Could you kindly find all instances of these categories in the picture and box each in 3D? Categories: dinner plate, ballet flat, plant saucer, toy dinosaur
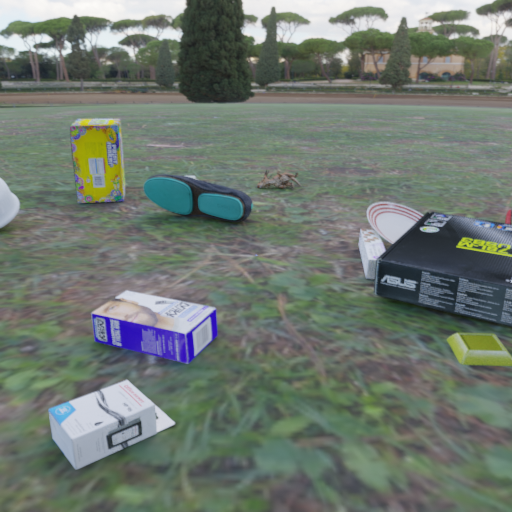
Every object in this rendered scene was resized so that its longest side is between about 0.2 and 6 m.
[{"bbox_3d":[2.967,-0.498,11.131,1.710,0.207,1.710,14,35,-10],"label":"dinner plate"},{"bbox_3d":[-1.305,-1.393,13.289,2.763,1.009,1.009,14,23,20],"label":"ballet flat"},{"bbox_3d":[2.856,1.161,7.130,0.676,0.162,0.677,1,20,3],"label":"plant saucer"},{"bbox_3d":[0.696,-2.241,16.361,1.273,0.547,0.863,-5,13,-31],"label":"toy dinosaur"}]

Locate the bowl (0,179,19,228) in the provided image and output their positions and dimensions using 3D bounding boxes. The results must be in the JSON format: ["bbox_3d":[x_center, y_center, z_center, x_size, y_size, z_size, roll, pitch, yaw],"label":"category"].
[{"bbox_3d":[-6.384,-1.303,12.078,2.225,1.000,2.225,0,36,0],"label":"bowl"}]

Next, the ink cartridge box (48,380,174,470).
[{"bbox_3d":[-1.415,1.603,5.565,1.064,0.361,0.617,-15,24,-37],"label":"ink cartridge box"}]

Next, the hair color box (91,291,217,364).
[{"bbox_3d":[-1.336,0.908,7.400,1.458,0.472,0.797,7,22,23],"label":"hair color box"}]

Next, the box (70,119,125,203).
[{"bbox_3d":[-4.233,-2.618,15.134,1.214,1.990,1.917,-4,20,-11],"label":"box"}]

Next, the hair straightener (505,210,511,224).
[{"bbox_3d":[5.430,-0.443,11.261,0.853,0.454,2.217,9,21,24],"label":"hair straightener"}]

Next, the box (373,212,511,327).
[{"bbox_3d":[3.855,0.165,9.029,3.091,0.734,2.985,13,23,29],"label":"box"}]

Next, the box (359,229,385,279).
[{"bbox_3d":[2.140,-0.060,10.300,0.355,0.381,1.837,4,19,5],"label":"box"}]
